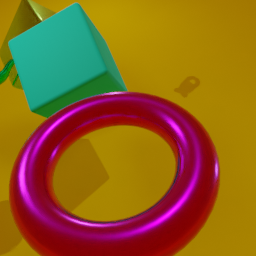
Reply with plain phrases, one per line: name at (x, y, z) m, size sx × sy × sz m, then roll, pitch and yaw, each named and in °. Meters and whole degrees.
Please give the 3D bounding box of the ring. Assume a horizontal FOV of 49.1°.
ring at (-0.097, 0.234, 1.803) m, size 1.322 × 0.264 × 1.322 m, roll -5°, pitch 46°, yaw 5°

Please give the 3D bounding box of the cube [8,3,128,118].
cube at (-0.803, -0.826, 4.100) m, size 1.128 × 1.128 × 1.128 m, roll -26°, pitch 74°, yaw 9°

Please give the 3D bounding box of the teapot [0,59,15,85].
teapot at (-2.814, -1.018, 4.880) m, size 1.811 × 1.126 × 0.887 m, roll 2°, pitch 81°, yaw -9°

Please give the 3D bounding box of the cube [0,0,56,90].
cube at (-1.669, -1.589, 5.886) m, size 1.363 × 1.363 × 1.363 m, roll 12°, pitch 32°, yaw -45°
